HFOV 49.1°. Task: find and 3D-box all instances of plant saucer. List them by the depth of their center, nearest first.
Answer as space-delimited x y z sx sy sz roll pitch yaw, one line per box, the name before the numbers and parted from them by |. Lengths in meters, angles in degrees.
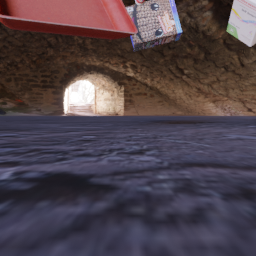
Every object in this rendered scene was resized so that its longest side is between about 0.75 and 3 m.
plant saucer | -1.217 -2.322 4.709 2.258 2.253 0.414 -5 -30 -34

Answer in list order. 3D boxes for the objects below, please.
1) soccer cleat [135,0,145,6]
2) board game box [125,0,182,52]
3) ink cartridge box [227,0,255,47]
soccer cleat | 0.276 -3.528 6.923 0.330 0.969 0.355 -5 -15 -5
board game box | 0.977 -4.116 11.098 1.924 1.534 0.932 -15 -1 2
ink cartridge box | 3.230 -3.067 7.332 0.531 0.924 1.577 -34 -30 -14
